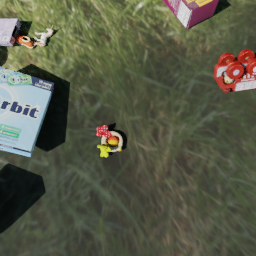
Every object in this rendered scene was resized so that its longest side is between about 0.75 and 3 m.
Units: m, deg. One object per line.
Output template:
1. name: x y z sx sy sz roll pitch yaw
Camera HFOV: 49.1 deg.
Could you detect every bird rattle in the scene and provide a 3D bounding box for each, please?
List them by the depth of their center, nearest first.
1. bird rattle: -0.525 0.357 7.859 0.757 0.523 0.929 5 56 -10

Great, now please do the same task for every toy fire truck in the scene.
1. toy fire truck: 3.122 -1.502 7.928 1.355 1.138 0.760 -10 41 0

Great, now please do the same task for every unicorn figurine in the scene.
1. unicorn figurine: -2.767 -2.993 9.152 0.541 0.291 0.788 9 84 -7

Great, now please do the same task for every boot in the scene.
1. boot: -3.380 -2.852 9.010 0.750 0.402 0.281 24 76 12

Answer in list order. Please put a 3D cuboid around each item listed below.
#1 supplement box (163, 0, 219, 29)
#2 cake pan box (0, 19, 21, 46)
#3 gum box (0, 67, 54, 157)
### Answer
1. supplement box: 1.985 -4.366 9.318 1.125 0.887 1.718 -30 72 -11
2. cake pan box: -4.061 -3.115 9.097 1.013 0.265 0.933 3 71 13
3. gum box: -3.251 -0.522 7.617 1.905 0.499 2.242 16 60 -12
